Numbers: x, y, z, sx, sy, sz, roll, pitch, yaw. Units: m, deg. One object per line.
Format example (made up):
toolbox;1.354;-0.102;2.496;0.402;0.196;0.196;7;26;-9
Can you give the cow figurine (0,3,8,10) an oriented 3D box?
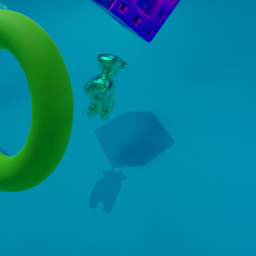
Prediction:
cow figurine;-3.098;-2.202;6.171;1.271;1.250;0.698;-44;88;-5

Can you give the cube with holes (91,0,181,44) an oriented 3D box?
cube with holes;0.168;-3.165;6.744;1.363;1.363;1.363;-53;42;13

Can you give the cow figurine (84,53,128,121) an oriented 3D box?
cow figurine;-0.472;-0.929;6.000;0.688;1.254;1.234;13;40;13

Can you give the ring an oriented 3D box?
ring;-1.490;-0.281;3.289;2.098;2.098;0.420;29;20;25
